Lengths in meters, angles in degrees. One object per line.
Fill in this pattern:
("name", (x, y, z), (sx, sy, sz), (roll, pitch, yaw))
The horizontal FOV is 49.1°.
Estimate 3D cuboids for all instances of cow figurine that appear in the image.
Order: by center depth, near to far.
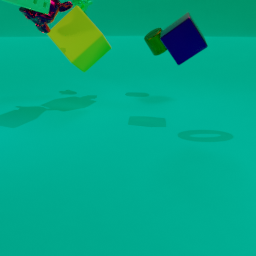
("cow figurine", (-1.733, -4.188, 10.574), (0.728, 1.326, 1.305), (-23, 10, -30))

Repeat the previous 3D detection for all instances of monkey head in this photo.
("monkey head", (-2.419, -3.364, 7.965), (1.644, 0.991, 1.183), (18, -13, 4))

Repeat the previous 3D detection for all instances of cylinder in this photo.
("cylinder", (1.132, -3.350, 10.884), (0.767, 0.767, 0.767), (-27, 32, 19))

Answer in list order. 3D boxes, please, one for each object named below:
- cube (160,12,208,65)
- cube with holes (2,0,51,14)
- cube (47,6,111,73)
("cube", (1.419, -2.284, 7.168), (0.851, 0.851, 0.851), (-31, 21, 24))
("cube with holes", (-2.553, -3.483, 6.520), (1.139, 1.139, 1.139), (21, 16, 14))
("cube", (-1.583, -2.913, 9.401), (1.332, 1.332, 1.332), (-41, -8, 5))
